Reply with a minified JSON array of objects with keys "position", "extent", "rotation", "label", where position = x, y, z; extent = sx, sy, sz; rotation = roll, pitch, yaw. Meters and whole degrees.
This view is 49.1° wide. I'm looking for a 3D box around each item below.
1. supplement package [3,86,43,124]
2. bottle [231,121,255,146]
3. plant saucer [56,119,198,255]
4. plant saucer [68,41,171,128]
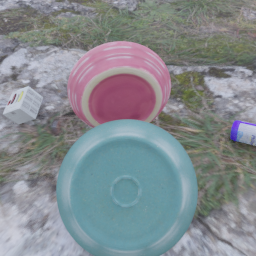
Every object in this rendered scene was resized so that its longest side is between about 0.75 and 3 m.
[{"position":[-3.176,-0.681,8.503],"extent":[0.806,0.620,0.843],"rotation":[-13,53,30],"label":"supplement package"},{"position":[3.661,0.228,7.750],"extent":[1.523,0.636,0.497],"rotation":[15,59,26],"label":"bottle"},{"position":[-0.036,1.261,5.642],"extent":[2.982,0.536,2.982],"rotation":[0,83,2],"label":"plant saucer"},{"position":[-0.188,-0.844,7.413],"extent":[2.784,2.784,0.706],"rotation":[-6,41,-6],"label":"plant saucer"}]
